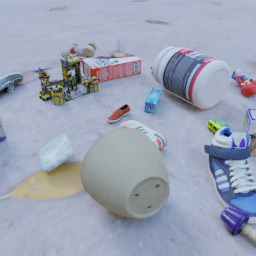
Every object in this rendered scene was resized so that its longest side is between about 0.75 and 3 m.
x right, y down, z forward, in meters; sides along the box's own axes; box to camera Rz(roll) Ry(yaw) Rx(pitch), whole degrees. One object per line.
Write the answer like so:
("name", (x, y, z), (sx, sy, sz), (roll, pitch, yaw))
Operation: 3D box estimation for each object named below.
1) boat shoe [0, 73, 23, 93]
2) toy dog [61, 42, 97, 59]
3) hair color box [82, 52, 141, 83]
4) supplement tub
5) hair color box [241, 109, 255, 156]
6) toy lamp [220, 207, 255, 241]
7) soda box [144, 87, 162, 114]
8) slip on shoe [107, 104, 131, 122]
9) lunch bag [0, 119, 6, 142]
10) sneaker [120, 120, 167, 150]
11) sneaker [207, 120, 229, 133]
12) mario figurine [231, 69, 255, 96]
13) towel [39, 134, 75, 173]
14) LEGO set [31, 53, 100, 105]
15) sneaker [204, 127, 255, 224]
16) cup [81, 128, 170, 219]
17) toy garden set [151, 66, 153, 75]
("boat shoe", (-5.428, -1.749, 12.196), (0.745, 0.879, 2.413), (52, 36, -3))
("toy dog", (-2.561, -4.003, 15.403), (2.098, 1.010, 1.384), (9, 40, 36))
("hair color box", (-0.799, -3.029, 13.810), (2.573, 0.823, 1.427), (-16, 36, -24))
("supplement tub", (2.523, -2.133, 11.432), (1.939, 1.939, 2.764), (-22, 40, -29))
("hair color box", (4.750, 0.223, 8.488), (2.397, 1.310, 0.777), (6, 35, 9))
("toy lamp", (2.886, 2.408, 5.921), (0.582, 0.582, 2.001), (-25, 43, -33))
("soda box", (1.029, -1.128, 11.264), (0.438, 0.463, 1.365), (13, 36, 12))
("slip on shoe", (-0.360, -0.547, 10.451), (1.156, 0.354, 0.428), (-34, 37, -33))
("lunch bag", (-5.236, -0.330, 8.939), (2.079, 1.767, 1.287), (17, 35, 21))
("sneaker", (0.320, 0.301, 8.993), (1.755, 0.618, 0.820), (25, 35, 28))
("sneaker", (3.259, 0.068, 9.459), (0.564, 0.500, 1.350), (-17, 37, -17))
("mario figurine", (5.274, -2.051, 12.255), (1.099, 0.944, 1.781), (-1, 32, -3))
("towel", (-2.107, 0.717, 8.185), (0.969, 0.273, 1.132), (-35, 36, -4))
("LEGO set", (-2.587, -2.222, 11.946), (2.645, 1.533, 2.034), (-21, 39, -28))
("sneaker", (2.725, 0.983, 7.021), (0.923, 1.677, 2.291), (-5, 34, -7))
("cup", (0.111, 1.176, 6.245), (2.006, 2.006, 1.435), (-15, 26, -21))
("toy garden set", (1.590, -2.750, 13.935), (1.002, 0.240, 1.203), (7, 35, 8))
